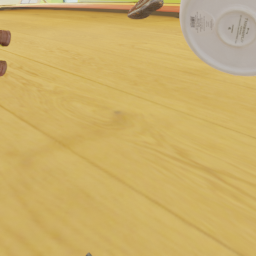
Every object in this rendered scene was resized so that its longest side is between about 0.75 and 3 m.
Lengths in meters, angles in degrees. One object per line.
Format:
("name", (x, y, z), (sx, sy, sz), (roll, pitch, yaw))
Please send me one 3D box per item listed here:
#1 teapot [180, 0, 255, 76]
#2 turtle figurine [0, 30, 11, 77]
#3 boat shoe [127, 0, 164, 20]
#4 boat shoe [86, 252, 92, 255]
("teapot", (1.393, -1.389, 3.121), (1.117, 1.509, 1.529), (-56, 15, -27))
("turtle figurine", (-3.415, -1.869, 5.428), (2.068, 2.564, 0.826), (8, -16, -41))
("boat shoe", (0.621, -4.399, 10.036), (0.621, 0.588, 1.639), (7, -10, -45))
("boat shoe", (-0.036, 1.265, 2.109), (0.818, 0.289, 0.261), (37, 62, 1))
